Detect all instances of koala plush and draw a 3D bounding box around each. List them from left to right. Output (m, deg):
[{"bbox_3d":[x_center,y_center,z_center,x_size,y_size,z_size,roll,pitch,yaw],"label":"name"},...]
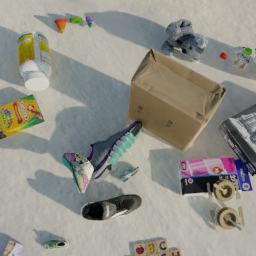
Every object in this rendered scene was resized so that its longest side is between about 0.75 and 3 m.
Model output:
[{"bbox_3d":[2.516,-3.554,11.630,1.526,1.473,1.661,-37,68,-25],"label":"koala plush"}]

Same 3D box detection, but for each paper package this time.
[{"bbox_3d":[1.454,-0.829,9.693,2.781,2.917,1.509,32,71,11],"label":"paper package"}]

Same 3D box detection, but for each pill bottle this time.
[{"bbox_3d":[-3.766,-2.690,11.342,1.248,1.248,2.213,-11,69,-4],"label":"pill bottle"}]

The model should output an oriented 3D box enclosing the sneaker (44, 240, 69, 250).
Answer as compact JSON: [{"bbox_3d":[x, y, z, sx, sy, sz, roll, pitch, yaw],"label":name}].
[{"bbox_3d":[-2.370,3.823,9.216,0.829,0.367,0.319,-6,68,-3],"label":"sneaker"}]

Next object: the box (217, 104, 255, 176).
[{"bbox_3d":[5.178,0.166,10.477,2.789,0.694,2.200,-26,70,-10],"label":"box"}]

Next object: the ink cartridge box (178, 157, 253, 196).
[{"bbox_3d":[3.148,1.721,10.034,2.574,0.477,1.219,-3,67,-4],"label":"ink cartridge box"}]

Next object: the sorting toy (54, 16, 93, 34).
[{"bbox_3d":[-2.418,-4.598,12.578,1.706,0.592,0.588,-7,91,0],"label":"sorting toy"}]

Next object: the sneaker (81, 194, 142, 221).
[{"bbox_3d":[-0.551,2.684,9.290,2.136,0.967,0.710,-10,82,-4],"label":"sneaker"}]

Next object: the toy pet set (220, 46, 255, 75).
[{"bbox_3d":[5.366,-2.856,10.763,2.443,2.617,1.390,29,92,-16],"label":"toy pet set"}]

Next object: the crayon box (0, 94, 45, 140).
[{"bbox_3d":[-4.320,-0.429,10.863,1.828,0.464,1.160,-25,70,-9],"label":"crayon box"}]

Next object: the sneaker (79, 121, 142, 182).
[{"bbox_3d":[-0.663,0.577,10.202,1.195,1.016,2.730,36,73,18],"label":"sneaker"}]

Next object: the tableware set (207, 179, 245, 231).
[{"bbox_3d":[3.327,2.598,9.425,1.126,0.341,1.704,-8,88,-2],"label":"tableware set"}]

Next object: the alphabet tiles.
[{"bbox_3d":[0.908,4.852,8.963,1.903,0.072,2.287,-8,68,-3],"label":"alphabet tiles"}]

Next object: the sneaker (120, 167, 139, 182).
[{"bbox_3d":[0.050,1.600,10.147,0.770,0.299,0.332,-34,69,-13],"label":"sneaker"}]

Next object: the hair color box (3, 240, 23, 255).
[{"bbox_3d":[-3.831,4.140,9.156,0.430,0.255,0.787,15,67,7],"label":"hair color box"}]

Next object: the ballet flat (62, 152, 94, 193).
[{"bbox_3d":[-1.590,1.320,9.207,0.765,0.743,2.151,-21,28,-18],"label":"ballet flat"}]
